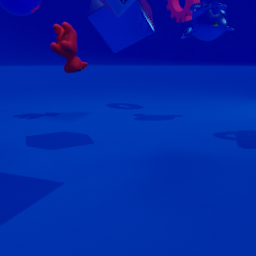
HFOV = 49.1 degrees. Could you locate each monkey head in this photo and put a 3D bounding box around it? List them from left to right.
[{"bbox_3d":[2.377,-3.295,8.649,1.822,1.098,1.311,-13,31,-13],"label":"monkey head"}]

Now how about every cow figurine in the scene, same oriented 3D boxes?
[{"bbox_3d":[-1.878,-2.533,9.115,0.781,1.422,1.399,-2,-12,23],"label":"cow figurine"}]

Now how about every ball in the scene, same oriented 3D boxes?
[{"bbox_3d":[-2.554,-3.200,6.534,1.083,1.083,1.083,0,14,0],"label":"ball"}]

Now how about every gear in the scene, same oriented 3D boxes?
[{"bbox_3d":[2.013,-4.854,10.505,0.308,1.666,1.666,-20,21,-21],"label":"gear"}]

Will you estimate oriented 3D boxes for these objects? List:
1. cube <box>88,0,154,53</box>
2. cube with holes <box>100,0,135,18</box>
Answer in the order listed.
[{"bbox_3d":[-0.132,-2.461,6.012,1.013,1.013,1.013,-22,43,22],"label":"cube"},{"bbox_3d":[-0.274,-2.465,3.169,1.362,1.362,1.362,47,9,12],"label":"cube with holes"}]
